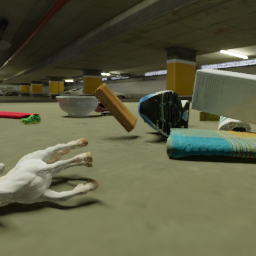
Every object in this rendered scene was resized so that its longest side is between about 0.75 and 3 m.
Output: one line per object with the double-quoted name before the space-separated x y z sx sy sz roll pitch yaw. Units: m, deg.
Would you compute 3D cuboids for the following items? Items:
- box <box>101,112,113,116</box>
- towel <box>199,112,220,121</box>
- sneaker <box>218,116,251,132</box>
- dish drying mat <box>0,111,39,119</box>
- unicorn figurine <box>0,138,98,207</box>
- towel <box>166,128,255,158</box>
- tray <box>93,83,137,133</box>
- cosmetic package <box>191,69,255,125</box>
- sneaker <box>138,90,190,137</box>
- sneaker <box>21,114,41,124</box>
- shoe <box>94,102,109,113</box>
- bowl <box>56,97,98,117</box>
"box" -1.061 -0.761 14.676 0.648 0.197 0.803 -2 6 -2
"towel" 3.180 -0.442 10.876 0.874 0.376 0.079 1 4 -12
"sneaker" 2.703 -0.324 7.207 0.741 0.984 2.106 2 6 16
"dish drying mat" -5.384 -0.591 13.085 2.606 0.237 1.001 5 9 33
"unicorn figurine" -0.898 0.438 2.730 1.126 0.605 1.640 -11 -6 -10
"towel" 2.091 0.290 5.047 2.723 0.295 1.997 3 7 11
"tray" -0.278 -0.504 6.741 0.231 1.245 0.614 -39 11 20
"cosmetic package" 2.420 -0.709 6.170 1.899 0.965 0.703 20 25 35
"sneaker" 0.776 -0.322 7.284 1.236 1.077 2.748 4 -2 23
"sneaker" -3.539 -0.328 10.167 0.300 0.339 0.810 6 9 37
"shoe" -0.931 -1.138 15.207 1.773 0.633 0.806 -2 -9 -25
"bowl" -2.489 -1.093 14.077 2.193 0.985 2.193 0 6 0
